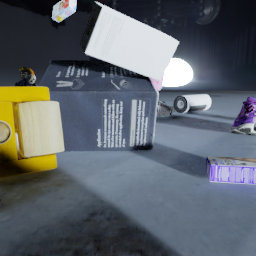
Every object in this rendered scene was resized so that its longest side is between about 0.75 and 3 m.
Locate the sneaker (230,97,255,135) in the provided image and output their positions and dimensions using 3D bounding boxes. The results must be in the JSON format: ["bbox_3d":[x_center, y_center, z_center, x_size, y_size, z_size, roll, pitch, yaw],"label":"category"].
[{"bbox_3d":[3.951,-0.413,9.157,1.121,1.160,2.779,4,11,20],"label":"sneaker"}]

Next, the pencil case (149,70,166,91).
[{"bbox_3d":[0.974,-2.071,9.536,0.702,1.605,0.702,4,33,-2],"label":"pencil case"}]

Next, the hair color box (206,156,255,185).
[{"bbox_3d":[1.949,0.736,4.919,1.061,0.344,0.580,3,10,8],"label":"hair color box"}]

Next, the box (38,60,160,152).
[{"bbox_3d":[-0.828,-0.722,7.527,2.755,1.618,2.710,0,28,-6],"label":"box"}]

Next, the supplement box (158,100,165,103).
[{"bbox_3d":[1.681,-1.270,15.874,0.555,0.558,1.019,-1,11,-10],"label":"supplement box"}]

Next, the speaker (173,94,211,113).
[{"bbox_3d":[3.542,-1.359,15.239,2.330,0.946,0.946,-9,13,-43],"label":"speaker"}]

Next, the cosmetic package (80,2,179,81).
[{"bbox_3d":[0.028,-1.908,6.326,1.937,1.042,0.822,16,24,-28],"label":"cosmetic package"}]

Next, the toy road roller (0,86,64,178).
[{"bbox_3d":[-2.609,0.122,5.274,2.469,1.517,1.803,-6,0,-30],"label":"toy road roller"}]

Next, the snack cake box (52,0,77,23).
[{"bbox_3d":[-2.478,-4.633,10.883,1.040,0.598,0.350,-14,-25,36],"label":"snack cake box"}]

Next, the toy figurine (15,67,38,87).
[{"bbox_3d":[-4.186,-1.951,13.999,2.751,1.914,2.708,8,-3,-16],"label":"toy figurine"}]

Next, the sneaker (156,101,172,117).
[{"bbox_3d":[1.707,-0.807,13.411,0.807,0.690,1.853,14,18,7],"label":"sneaker"}]
